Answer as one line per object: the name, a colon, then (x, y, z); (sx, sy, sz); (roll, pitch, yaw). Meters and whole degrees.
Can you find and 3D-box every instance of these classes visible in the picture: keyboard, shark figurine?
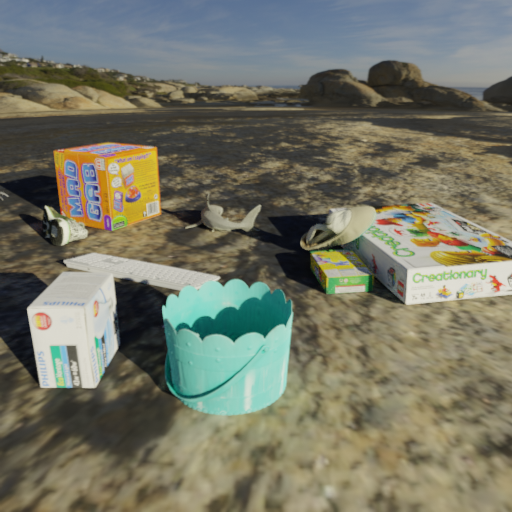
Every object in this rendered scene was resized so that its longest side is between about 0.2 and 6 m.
keyboard: (-2.104, 0.250, 10.097); (2.910, 0.155, 0.819); (10, 21, 25)
shark figurine: (-0.851, -0.983, 12.610); (1.227, 0.857, 2.054); (-15, 20, -29)

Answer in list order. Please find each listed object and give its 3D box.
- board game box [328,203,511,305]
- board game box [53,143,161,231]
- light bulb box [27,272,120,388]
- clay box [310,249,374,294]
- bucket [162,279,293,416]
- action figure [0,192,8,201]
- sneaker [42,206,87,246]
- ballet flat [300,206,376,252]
board game box: (3.104, -0.203, 10.580); (2.428, 0.666, 3.846); (-5, 20, -11)
board game box: (-3.516, -1.718, 13.405); (1.695, 1.694, 1.696); (12, 22, 30)
light bulb box: (-2.180, 0.879, 6.847); (0.678, 1.077, 1.086); (0, 20, 2)
clay box: (1.453, 0.242, 9.825); (0.809, 0.335, 1.407); (-3, 19, -6)
bucket: (-0.326, 1.025, 6.497); (1.596, 1.038, 1.596); (0, 18, 0)
action figure: (-7.038, -1.513, 13.808); (1.618, 0.826, 0.962); (-11, 31, 7)
sneaker: (-4.151, -0.618, 12.134); (0.759, 0.659, 1.714); (2, 19, -37)
ballet flat: (1.451, -0.497, 10.492); (0.637, 0.637, 1.833); (-14, -12, -35)
